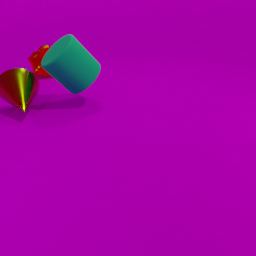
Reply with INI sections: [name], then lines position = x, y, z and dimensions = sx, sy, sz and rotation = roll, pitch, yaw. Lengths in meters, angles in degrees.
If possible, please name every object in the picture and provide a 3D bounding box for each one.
[cone]
position = -3.013, -0.830, 7.895
dimensions = 1.237, 1.237, 1.242
rotation = -12, 46, -21
[cylinder]
position = -1.668, -1.855, 8.259
dimensions = 1.250, 1.250, 1.250
rotation = -27, 40, 25
[monkey head]
position = -3.161, -2.575, 10.863
dimensions = 1.842, 1.110, 1.325
rotation = -29, 8, -24
